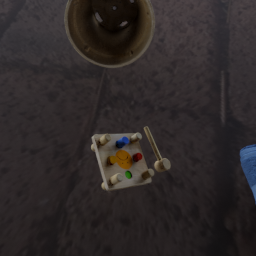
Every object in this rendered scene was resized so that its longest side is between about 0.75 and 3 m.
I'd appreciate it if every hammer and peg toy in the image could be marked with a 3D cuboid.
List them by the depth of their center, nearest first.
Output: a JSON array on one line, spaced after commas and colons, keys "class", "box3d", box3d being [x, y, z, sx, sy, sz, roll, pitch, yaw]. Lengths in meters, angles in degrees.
[{"class": "hammer and peg toy", "box3d": [0.068, 0.713, 6.702, 1.856, 0.654, 1.365, -2, 65, -41]}]

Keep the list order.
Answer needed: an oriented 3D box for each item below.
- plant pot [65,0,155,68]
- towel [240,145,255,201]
[{"class": "plant pot", "box3d": [-0.473, -3.553, 8.838, 2.553, 2.553, 2.337, 2, 35, 1]}, {"class": "towel", "box3d": [3.603, 1.569, 6.336, 1.496, 0.650, 2.679, -2, 57, -7]}]
